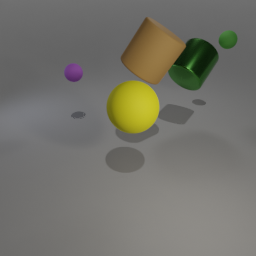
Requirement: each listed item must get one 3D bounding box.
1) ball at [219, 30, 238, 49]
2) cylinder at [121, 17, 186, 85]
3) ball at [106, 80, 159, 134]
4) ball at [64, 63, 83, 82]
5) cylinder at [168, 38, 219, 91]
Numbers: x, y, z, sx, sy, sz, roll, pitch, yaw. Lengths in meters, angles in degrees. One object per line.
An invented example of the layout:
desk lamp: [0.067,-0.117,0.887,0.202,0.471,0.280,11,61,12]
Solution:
ball: [3.911,-3.452,10.958,0.700,0.700,0.700,0,29,0]
cylinder: [0.719,-2.239,8.204,1.400,1.400,1.400,29,26,-16]
ball: [0.127,-0.552,7.437,1.400,1.400,1.400,0,29,0]
ball: [-2.072,-2.102,10.657,0.700,0.700,0.700,0,29,0]
cylinder: [2.443,-2.370,10.508,1.400,1.400,1.400,24,72,36]
